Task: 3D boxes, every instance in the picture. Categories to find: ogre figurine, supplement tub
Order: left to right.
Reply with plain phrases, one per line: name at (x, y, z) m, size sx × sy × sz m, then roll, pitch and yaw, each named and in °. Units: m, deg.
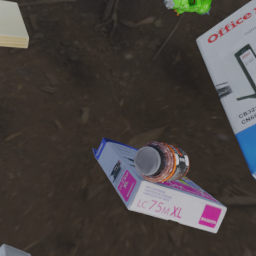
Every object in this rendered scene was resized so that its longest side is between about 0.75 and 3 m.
supplement tub at (0.346, 0.353, 2.881) m, size 0.409 × 0.764 × 0.409 m, roll -4°, pitch 80°, yaw 27°
ogre figurine at (1.124, -2.658, 5.322) m, size 0.720 × 1.467 × 0.879 m, roll 2°, pitch 94°, yaw 44°

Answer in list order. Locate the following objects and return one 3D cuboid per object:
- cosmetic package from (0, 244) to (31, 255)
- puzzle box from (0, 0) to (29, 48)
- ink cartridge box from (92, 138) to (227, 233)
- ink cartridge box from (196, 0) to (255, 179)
cosmetic package at (-1.650, 2.309, 4.095) m, size 0.405 × 0.576 × 1.136 m, roll -49°, pitch 37°, yaw -4°
puzzle box at (-2.922, -1.978, 4.999) m, size 1.989 × 0.253 × 1.323 m, roll -4°, pitch 50°, yaw -31°
ink cartridge box at (0.296, 0.727, 4.420) m, size 1.355 × 2.271 × 0.477 m, roll 22°, pitch 93°, yaw -22°
ink cartridge box at (2.582, -0.789, 4.405) m, size 2.158 × 1.246 × 2.955 m, roll -31°, pitch 49°, yaw 27°
